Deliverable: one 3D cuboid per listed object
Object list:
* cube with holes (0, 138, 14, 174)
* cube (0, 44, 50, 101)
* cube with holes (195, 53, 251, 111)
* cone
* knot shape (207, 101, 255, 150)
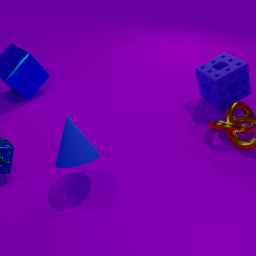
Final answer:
[{"bbox_3d":[-3.382,0.694,7.053,0.708,0.708,0.708,4,16,-40],"label":"cube with holes"},{"bbox_3d":[-3.868,-1.988,10.015,1.269,1.269,1.269,30,77,32],"label":"cube"},{"bbox_3d":[3.201,-1.586,9.474,1.206,1.206,1.206,-28,36,-5],"label":"cube with holes"},{"bbox_3d":[-1.320,0.239,6.666,1.102,1.106,1.102,-11,11,2],"label":"cone"},{"bbox_3d":[3.359,-0.034,8.278,1.667,0.770,1.560,-22,43,-15],"label":"knot shape"}]
